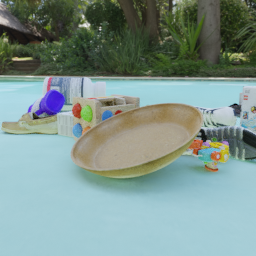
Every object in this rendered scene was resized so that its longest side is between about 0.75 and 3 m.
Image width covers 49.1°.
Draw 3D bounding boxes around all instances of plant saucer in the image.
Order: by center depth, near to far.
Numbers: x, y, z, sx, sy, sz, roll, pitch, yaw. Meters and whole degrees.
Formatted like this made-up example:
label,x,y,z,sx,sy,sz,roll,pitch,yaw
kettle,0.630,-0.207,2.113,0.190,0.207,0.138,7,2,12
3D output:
label,x,y,z,sx,sy,sz,roll,pitch,yaw
plant saucer,0.222,0.274,6.189,2.956,0.523,2.956,-16,21,6

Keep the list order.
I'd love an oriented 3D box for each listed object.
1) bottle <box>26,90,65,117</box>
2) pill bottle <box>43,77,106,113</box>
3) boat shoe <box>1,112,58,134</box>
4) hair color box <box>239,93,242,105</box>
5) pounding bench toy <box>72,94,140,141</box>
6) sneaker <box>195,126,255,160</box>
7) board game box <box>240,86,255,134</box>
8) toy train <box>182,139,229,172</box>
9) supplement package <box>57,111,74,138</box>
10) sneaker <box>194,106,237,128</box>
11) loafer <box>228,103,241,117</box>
label,x,y,z,sx,sy,sz,roll,pitch,yaw
bottle,-3.214,-0.705,10.553,0.746,0.954,2.285,37,-33,-27
pill bottle,-2.552,-1.618,13.795,2.911,1.741,1.741,0,12,-4
boat shoe,-3.256,-0.202,9.570,2.156,0.716,0.798,0,12,0
hair color box,6.219,-1.136,13.331,0.572,0.992,1.789,-10,15,-38
pounding bench toy,-0.484,-0.172,7.929,1.686,1.343,2.162,-9,15,-36
sneaker,2.765,0.254,7.350,1.222,0.794,2.115,-7,13,-39
board game box,4.554,-0.342,8.056,0.444,1.618,2.563,-11,17,-41
toy train,1.666,0.595,6.520,1.324,0.490,1.762,2,9,15
supplement package,-1.707,-0.129,9.198,0.971,0.731,0.737,8,14,33
sneaker,2.669,-0.338,9.897,1.414,0.867,2.173,-5,13,-16
loafer,5.206,-0.926,13.274,0.685,0.600,1.906,0,12,0
